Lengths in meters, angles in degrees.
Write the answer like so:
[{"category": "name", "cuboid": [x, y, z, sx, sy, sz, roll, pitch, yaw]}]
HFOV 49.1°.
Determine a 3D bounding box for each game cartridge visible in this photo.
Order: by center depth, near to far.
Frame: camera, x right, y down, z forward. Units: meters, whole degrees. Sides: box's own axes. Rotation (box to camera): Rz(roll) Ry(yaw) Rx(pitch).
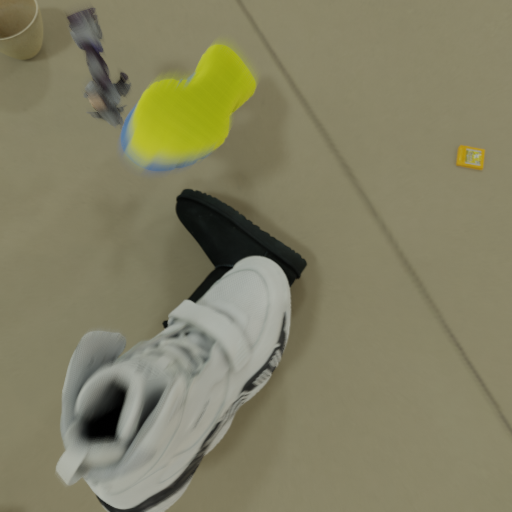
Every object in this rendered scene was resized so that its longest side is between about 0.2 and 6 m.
[{"category": "game cartridge", "cuboid": [3.589, -1.648, 9.375, 0.436, 0.071, 0.384, 12, 72, 3]}]

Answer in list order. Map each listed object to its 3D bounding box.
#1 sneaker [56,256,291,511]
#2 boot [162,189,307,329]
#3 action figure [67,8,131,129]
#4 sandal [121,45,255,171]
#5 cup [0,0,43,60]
[{"category": "sneaker", "cuboid": [-0.782, 1.196, 6.383, 1.359, 2.079, 3.617, 26, 68, 22]}, {"category": "boot", "cuboid": [-0.633, 0.366, 8.292, 2.436, 0.901, 1.996, 33, 74, 6]}, {"category": "action figure", "cuboid": [-2.177, -2.552, 7.848, 0.550, 1.032, 1.587, -15, 105, 7]}, {"category": "sandal", "cuboid": [-0.970, -1.861, 7.712, 1.138, 1.246, 2.863, 48, 38, -10]}, {"category": "cup", "cuboid": [-4.173, -3.898, 9.710, 1.128, 0.806, 1.128, -1, 68, 3]}]
